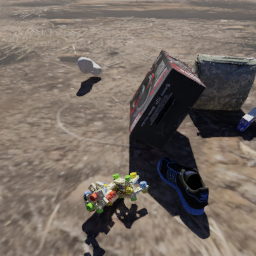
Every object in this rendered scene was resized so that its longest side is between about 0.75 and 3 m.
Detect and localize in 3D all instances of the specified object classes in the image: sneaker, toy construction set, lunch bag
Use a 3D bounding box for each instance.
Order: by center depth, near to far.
[{"bbox_3d":[-0.329,1.302,5.546,0.943,0.662,1.438,-8,-4,35],"label":"toy construction set"},{"bbox_3d":[1.205,1.056,6.136,0.606,0.673,1.727,-5,31,-24],"label":"sneaker"},{"bbox_3d":[3.033,-1.591,9.178,2.008,1.685,1.399,5,55,-1],"label":"lunch bag"},{"bbox_3d":[-1.709,-2.611,11.497,0.709,0.603,1.602,48,11,17],"label":"sneaker"}]

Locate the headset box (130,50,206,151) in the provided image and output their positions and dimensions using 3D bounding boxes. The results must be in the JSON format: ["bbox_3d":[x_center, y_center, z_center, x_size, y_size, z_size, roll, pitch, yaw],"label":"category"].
[{"bbox_3d":[0.920,-0.812,7.534,0.994,1.969,2.650,27,23,-12],"label":"headset box"}]

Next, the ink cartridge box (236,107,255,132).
[{"bbox_3d":[3.699,-0.288,8.514,0.220,0.468,0.995,40,49,25],"label":"ink cartridge box"}]
